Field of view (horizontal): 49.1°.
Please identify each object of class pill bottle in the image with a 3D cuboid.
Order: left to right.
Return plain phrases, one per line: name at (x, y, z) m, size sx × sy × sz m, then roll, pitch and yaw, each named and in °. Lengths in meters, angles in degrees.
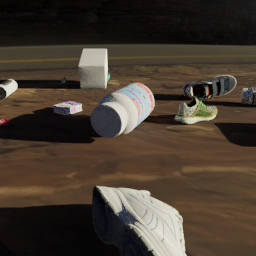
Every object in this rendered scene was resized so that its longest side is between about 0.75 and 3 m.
pill bottle at (-0.141, -0.570, 8.893) m, size 1.334 × 1.334 × 2.452 m, roll 8°, pitch 23°, yaw 21°
pill bottle at (5.466, -1.329, 11.756) m, size 1.293 × 0.737 × 0.737 m, roll 6°, pitch 21°, yaw 15°

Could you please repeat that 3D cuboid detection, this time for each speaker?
speaker at (-5.800, -1.834, 13.245) m, size 0.658 × 0.658 × 1.620 m, roll -1°, pitch 21°, yaw -3°

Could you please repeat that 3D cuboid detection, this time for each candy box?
candy box at (-2.346, -0.775, 10.895) m, size 0.714 × 0.304 × 0.851 m, roll 16°, pitch 26°, yaw 37°

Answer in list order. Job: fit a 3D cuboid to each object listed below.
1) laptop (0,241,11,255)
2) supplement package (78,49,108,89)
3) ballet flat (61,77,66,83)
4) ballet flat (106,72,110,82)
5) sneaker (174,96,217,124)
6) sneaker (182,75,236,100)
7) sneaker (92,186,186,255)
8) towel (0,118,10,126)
laptop at (-2.287, 1.720, 4.073) m, size 0.730 × 0.426 × 0.824 m, roll 18°, pitch 27°, yaw 39°
supplement package at (-1.846, -3.249, 15.233) m, size 1.382 × 1.365 × 2.280 m, roll 0°, pitch 37°, yaw -1°
ballet flat at (-3.781, -2.801, 16.403) m, size 0.309 × 0.309 × 0.889 m, roll -5°, pitch 22°, yaw -12°
ballet flat at (-1.401, -3.028, 16.570) m, size 0.506 × 0.529 × 1.503 m, roll -8°, pitch 19°, yaw 9°
sneaker at (2.494, -0.703, 9.920) m, size 1.922 × 0.851 × 0.739 m, roll -14°, pitch 25°, yaw -33°
sneaker at (3.798, -1.783, 12.685) m, size 2.478 × 0.972 × 0.984 m, roll -12°, pitch 16°, yaw 0°
sneaker at (0.368, 1.510, 3.933) m, size 1.172 × 1.003 × 2.691 m, roll -4°, pitch 21°, yaw -25°
towel at (-4.520, -0.154, 9.550) m, size 0.839 × 0.094 × 0.607 m, roll -16°, pitch 25°, yaw -35°
